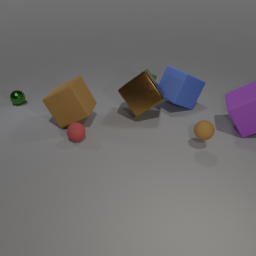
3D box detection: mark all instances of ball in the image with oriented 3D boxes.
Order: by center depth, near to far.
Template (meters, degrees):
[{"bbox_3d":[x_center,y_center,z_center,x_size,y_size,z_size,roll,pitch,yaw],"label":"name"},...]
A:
[{"bbox_3d":[2.645,0.075,9.712,0.700,0.700,0.700,0,29,0],"label":"ball"},{"bbox_3d":[-1.941,0.147,10.493,0.700,0.700,0.700,0,29,0],"label":"ball"},{"bbox_3d":[-5.299,-1.465,13.446,0.700,0.700,0.700,0,29,0],"label":"ball"}]

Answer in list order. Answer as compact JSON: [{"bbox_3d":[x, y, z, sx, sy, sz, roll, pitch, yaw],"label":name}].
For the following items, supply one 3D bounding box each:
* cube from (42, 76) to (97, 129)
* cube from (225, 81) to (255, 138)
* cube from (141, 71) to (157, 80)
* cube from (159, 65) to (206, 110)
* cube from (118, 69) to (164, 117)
[{"bbox_3d":[-2.345,-1.075,11.501,1.400,1.400,1.400,-22,22,18],"label":"cube"},{"bbox_3d":[4.723,-0.743,10.761,1.400,1.400,1.400,-24,24,27],"label":"cube"},{"bbox_3d":[1.043,-2.570,14.990,0.700,0.700,0.700,18,9,23],"label":"cube"},{"bbox_3d":[2.403,-1.866,12.941,1.400,1.400,1.400,12,19,-39],"label":"cube"},{"bbox_3d":[0.610,-1.536,12.061,1.400,1.400,1.400,-33,9,16],"label":"cube"}]
